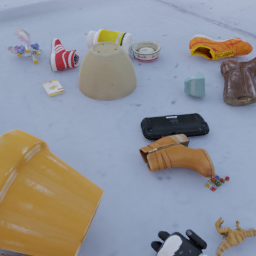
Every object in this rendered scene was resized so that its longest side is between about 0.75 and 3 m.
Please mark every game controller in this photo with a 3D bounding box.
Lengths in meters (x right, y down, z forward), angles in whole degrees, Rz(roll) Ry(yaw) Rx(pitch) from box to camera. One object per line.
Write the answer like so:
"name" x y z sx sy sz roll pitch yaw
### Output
"game controller" 1.586 -0.071 9.595 2.262 0.476 1.180 -5 27 -6

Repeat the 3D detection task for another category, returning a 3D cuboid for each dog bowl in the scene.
"dog bowl" 0.887 -3.678 13.547 1.418 0.523 1.418 -2 43 2

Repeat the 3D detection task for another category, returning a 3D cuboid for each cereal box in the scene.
"cereal box" -3.073 -1.648 11.506 0.647 0.178 0.899 -22 45 -23

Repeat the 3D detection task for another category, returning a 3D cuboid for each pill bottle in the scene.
"pill bottle" -0.888 -4.133 13.609 2.080 1.170 1.170 14 43 15

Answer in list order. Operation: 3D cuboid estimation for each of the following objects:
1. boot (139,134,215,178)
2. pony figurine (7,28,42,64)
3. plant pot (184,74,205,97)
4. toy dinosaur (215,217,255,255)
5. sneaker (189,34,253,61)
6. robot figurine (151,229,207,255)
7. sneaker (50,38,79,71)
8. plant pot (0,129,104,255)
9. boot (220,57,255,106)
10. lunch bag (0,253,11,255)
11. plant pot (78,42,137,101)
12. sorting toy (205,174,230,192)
"boot" 1.372 0.972 8.110 1.575 0.750 2.036 -15 31 -19
"pony figurine" -4.870 -3.810 13.404 1.532 1.322 1.587 20 29 -27
"plant pot" 2.607 -1.661 10.999 0.791 0.776 0.774 -1 21 12
"toy dinosaur" 2.339 2.554 6.457 1.641 0.496 0.872 -22 47 -23
"sneaker" 4.415 -3.685 13.441 2.979 1.087 1.149 4 66 6
"robot figurine" 1.133 2.774 5.962 1.319 0.991 0.823 33 34 32
"sneaker" -2.936 -3.514 13.163 1.289 0.816 2.292 -8 49 -3
"plant pot" -1.922 1.677 6.163 2.374 2.593 2.593 24 44 3
"boot" 5.102 -1.858 11.162 2.700 0.931 2.897 -4 36 15
"lunch bag" -2.361 2.991 5.687 0.985 0.826 0.686 11 42 13
"plant pot" -0.866 -2.486 11.359 2.464 1.654 2.464 -1 41 0
"sorting toy" 2.519 1.494 7.942 0.766 0.130 0.369 -27 47 -27
